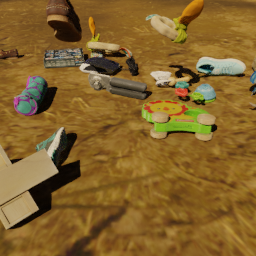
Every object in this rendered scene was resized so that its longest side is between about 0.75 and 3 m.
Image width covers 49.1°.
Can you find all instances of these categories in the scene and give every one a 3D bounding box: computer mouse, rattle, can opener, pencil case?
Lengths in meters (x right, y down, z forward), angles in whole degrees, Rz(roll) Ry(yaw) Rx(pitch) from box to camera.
[{"bbox_3d":[-0.839,-2.695,11.874,2.489,0.546,1.365,2,35,3],"label":"computer mouse"},{"bbox_3d":[1.335,-3.530,8.559,1.275,1.399,1.958,5,39,-9],"label":"rattle"},{"bbox_3d":[-0.359,-1.617,10.178,2.336,0.623,0.781,14,37,19],"label":"can opener"},{"bbox_3d":[-3.195,-1.127,9.310,0.777,0.716,1.681,32,26,-20],"label":"pencil case"},{"bbox_3d":[-0.784,-4.228,13.209,2.248,1.606,1.464,9,-7,27],"label":"rattle"}]

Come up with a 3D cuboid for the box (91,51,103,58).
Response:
[{"bbox_3d":[-1.466,-3.417,13.305,0.566,0.178,1.028,-2,33,-4],"label":"box"}]

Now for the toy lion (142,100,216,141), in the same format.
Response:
[{"bbox_3d":[1.421,-0.378,8.390,2.016,0.692,1.932,3,26,4],"label":"toy lion"}]

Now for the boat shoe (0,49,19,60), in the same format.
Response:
[{"bbox_3d":[-5.850,-3.464,13.116,1.366,0.480,0.481,-11,35,-14],"label":"boat shoe"}]

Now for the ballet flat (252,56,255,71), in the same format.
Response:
[{"bbox_3d":[5.516,-2.338,11.090,0.884,0.884,2.499,4,34,6],"label":"ballet flat"}]

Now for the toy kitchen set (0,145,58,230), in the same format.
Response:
[{"bbox_3d":[-2.385,1.110,6.050,1.330,1.471,1.630,-29,83,-30],"label":"toy kitchen set"}]

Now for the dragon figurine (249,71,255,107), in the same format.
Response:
[{"bbox_3d":[4.702,-1.502,9.672,2.662,0.783,1.323,-39,41,-14],"label":"dragon figurine"}]

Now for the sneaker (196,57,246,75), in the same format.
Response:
[{"bbox_3d":[3.706,-2.372,11.370,1.925,0.712,0.789,12,46,29],"label":"sneaker"}]

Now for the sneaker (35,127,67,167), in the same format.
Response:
[{"bbox_3d":[-2.005,0.452,7.128,0.672,0.571,1.473,1,32,8],"label":"sneaker"}]

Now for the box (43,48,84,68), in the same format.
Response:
[{"bbox_3d":[-2.899,-3.204,12.766,1.771,0.407,1.408,-6,34,-9],"label":"box"}]

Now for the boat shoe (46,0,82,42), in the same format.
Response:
[{"bbox_3d":[-2.097,-3.657,9.466,0.998,0.997,2.836,-2,2,-6],"label":"boat shoe"}]

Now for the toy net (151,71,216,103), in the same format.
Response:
[{"bbox_3d":[1.779,-1.437,10.073,2.617,0.505,1.373,25,44,35],"label":"toy net"}]
